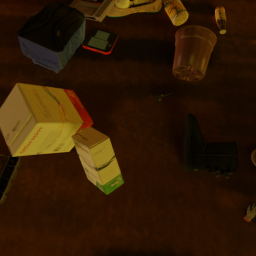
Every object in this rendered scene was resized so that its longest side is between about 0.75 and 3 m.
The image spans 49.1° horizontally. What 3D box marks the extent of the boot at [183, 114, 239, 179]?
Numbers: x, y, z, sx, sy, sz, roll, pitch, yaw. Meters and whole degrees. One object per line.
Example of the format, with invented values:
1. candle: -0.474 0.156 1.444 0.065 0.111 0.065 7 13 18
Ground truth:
1. boot: 3.245 0.686 11.073 2.047 0.924 2.498 3 75 4

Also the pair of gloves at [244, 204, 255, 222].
1. pair of gloves: 4.838 3.332 10.426 0.950 0.108 0.763 38 74 15

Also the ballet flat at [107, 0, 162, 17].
1. ballet flat: 0.231 -6.266 13.895 2.967 0.998 1.010 -9 68 -4

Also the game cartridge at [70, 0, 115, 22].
1. game cartridge: -1.856 -6.024 13.832 2.172 0.417 1.408 22 74 26

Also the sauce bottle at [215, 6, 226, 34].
1. sauce bottle: 4.597 -5.306 13.789 0.484 0.484 1.467 -2 68 -1

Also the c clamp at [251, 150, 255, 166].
1. c clamp: 5.975 1.281 11.186 1.881 0.255 1.607 -21 69 -9

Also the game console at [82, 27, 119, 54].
1. game console: -1.339 -4.220 13.472 1.470 0.228 1.300 19 69 7

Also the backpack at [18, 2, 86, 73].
1. backpack: -3.181 -4.010 12.266 2.169 2.240 2.669 26 65 -1

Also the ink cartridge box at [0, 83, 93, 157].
1. ink cartridge box: -2.639 -0.238 8.901 1.609 2.215 1.602 -45 66 27

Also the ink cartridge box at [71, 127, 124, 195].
1. ink cartridge box: -0.838 0.868 7.738 0.649 1.563 1.146 -30 32 -25

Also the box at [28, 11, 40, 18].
1. box: -3.962 -5.095 13.520 1.376 0.789 0.909 -22 69 -9

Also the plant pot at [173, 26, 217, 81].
1. plant pot: 2.809 -3.150 12.299 1.837 1.837 1.819 12 76 5

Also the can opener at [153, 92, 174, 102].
1. can opener: 1.596 -1.406 12.270 0.944 0.299 0.371 -16 68 -6

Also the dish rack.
1. dish rack: -5.642 1.692 10.767 2.716 0.741 2.083 15 67 6

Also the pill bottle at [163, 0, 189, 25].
1. pill bottle: 2.309 -5.886 13.827 0.830 0.830 1.473 -20 70 -8
